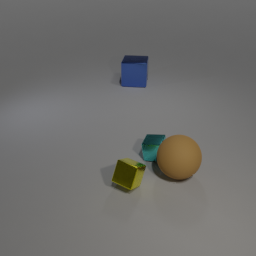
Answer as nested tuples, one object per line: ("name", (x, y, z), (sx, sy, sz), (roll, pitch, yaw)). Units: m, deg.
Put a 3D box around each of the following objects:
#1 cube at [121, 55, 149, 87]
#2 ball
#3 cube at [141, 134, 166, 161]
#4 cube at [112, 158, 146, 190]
("cube", (0.401, -3.212, 15.795), (1.400, 1.400, 1.400), (4, 31, 6))
("ball", (1.604, 0.906, 8.812), (1.400, 1.400, 1.400), (0, 31, 0))
("cube", (0.936, 0.690, 9.827), (0.700, 0.700, 0.700), (1, 30, 21))
("cube", (0.034, 1.373, 8.519), (0.700, 0.700, 0.700), (20, 8, 24))
